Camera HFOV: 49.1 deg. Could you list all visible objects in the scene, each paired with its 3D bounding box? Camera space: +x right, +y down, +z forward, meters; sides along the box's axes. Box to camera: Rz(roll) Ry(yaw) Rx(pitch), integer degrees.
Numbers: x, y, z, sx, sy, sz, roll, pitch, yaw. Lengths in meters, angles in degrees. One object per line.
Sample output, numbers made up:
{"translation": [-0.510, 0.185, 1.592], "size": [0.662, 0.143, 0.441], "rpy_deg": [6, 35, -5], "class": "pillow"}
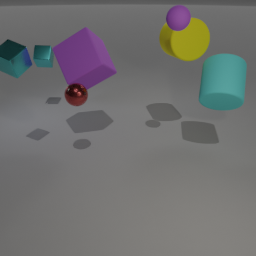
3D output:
{"translation": [-1.454, -2.310, 9.652], "size": [1.400, 1.400, 1.400], "rpy_deg": [-27, -8, 15], "class": "cube"}
{"translation": [1.445, -3.151, 8.036], "size": [0.700, 0.700, 0.700], "rpy_deg": [0, 27, 0], "class": "ball"}
{"translation": [-3.668, -3.114, 12.203], "size": [0.700, 0.700, 0.700], "rpy_deg": [2, -17, -2], "class": "cube"}
{"translation": [-3.353, -2.011, 8.146], "size": [0.700, 0.700, 0.700], "rpy_deg": [24, 58, 15], "class": "cube"}
{"translation": [1.972, -3.184, 9.979], "size": [1.400, 1.400, 1.400], "rpy_deg": [-5, 22, -10], "class": "cylinder"}
{"translation": [-1.545, -0.997, 8.374], "size": [0.700, 0.700, 0.700], "rpy_deg": [0, 27, 0], "class": "ball"}
{"translation": [3.119, -1.477, 9.241], "size": [1.400, 1.400, 1.400], "rpy_deg": [7, 72, 14], "class": "cylinder"}
